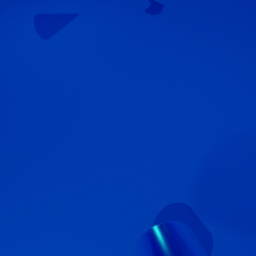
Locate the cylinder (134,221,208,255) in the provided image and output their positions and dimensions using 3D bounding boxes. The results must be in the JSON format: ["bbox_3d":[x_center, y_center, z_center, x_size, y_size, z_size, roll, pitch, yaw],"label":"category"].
[{"bbox_3d":[0.706,2.085,4.061,1.025,1.025,1.025,-15,26,-9],"label":"cylinder"}]
